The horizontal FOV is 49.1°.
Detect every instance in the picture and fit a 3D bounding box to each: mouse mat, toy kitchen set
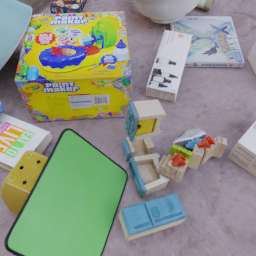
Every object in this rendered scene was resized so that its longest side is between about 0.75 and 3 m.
[{"bbox_3d":[-1.111,1.673,6.232,0.106,2.266,2.816,-16,42,44],"label":"mouse mat"},{"bbox_3d":[0.344,0.929,6.468,1.457,1.981,2.473,-13,57,-16],"label":"toy kitchen set"}]

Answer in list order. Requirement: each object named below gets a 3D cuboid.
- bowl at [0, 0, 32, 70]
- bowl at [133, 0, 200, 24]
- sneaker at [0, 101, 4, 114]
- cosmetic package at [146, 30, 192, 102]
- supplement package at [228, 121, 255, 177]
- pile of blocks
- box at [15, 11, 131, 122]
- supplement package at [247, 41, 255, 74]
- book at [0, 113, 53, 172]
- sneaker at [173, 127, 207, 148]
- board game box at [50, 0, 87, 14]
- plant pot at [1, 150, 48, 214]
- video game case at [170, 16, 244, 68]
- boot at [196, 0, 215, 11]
[{"bbox_3d":[-4.432,-2.954,8.506,2.962,1.549,2.962,-26,49,33],"label":"bowl"},{"bbox_3d":[1.496,-4.964,10.744,2.995,1.346,2.995,-6,45,6],"label":"bowl"},{"bbox_3d":[-4.623,-1.003,8.147,2.467,1.051,0.951,17,62,33],"label":"sneaker"},{"bbox_3d":[1.366,-2.080,9.182,0.978,0.600,2.370,15,67,8],"label":"cosmetic package"},{"bbox_3d":[3.717,0.460,7.534,1.203,0.857,1.545,38,63,22],"label":"supplement package"},{"bbox_3d":[1.698,0.525,7.229,2.254,0.701,0.925,-21,49,-32],"label":"pile of blocks"},{"bbox_3d":[-1.489,-1.905,8.571,2.979,1.817,2.869,-4,55,-3],"label":"box"},{"bbox_3d":[4.818,-2.139,9.241,0.961,0.957,1.638,-6,57,-4],"label":"supplement package"},{"bbox_3d":[-3.336,0.372,7.826,2.063,0.496,1.378,18,57,19],"label":"book"},{"bbox_3d":[1.706,0.271,8.012,1.050,0.392,0.431,-16,48,-23],"label":"sneaker"},{"bbox_3d":[-2.421,-5.476,11.881,1.241,0.317,1.832,7,56,5],"label":"board game box"},{"bbox_3d":[-2.074,1.325,6.592,1.438,1.471,1.429,19,58,13],"label":"plant pot"},{"bbox_3d":[2.832,-3.273,10.402,2.418,0.292,2.653,1,56,1],"label":"video game case"},{"bbox_3d":[3.066,-5.670,11.835,1.340,0.625,1.733,17,63,12],"label":"boot"}]
